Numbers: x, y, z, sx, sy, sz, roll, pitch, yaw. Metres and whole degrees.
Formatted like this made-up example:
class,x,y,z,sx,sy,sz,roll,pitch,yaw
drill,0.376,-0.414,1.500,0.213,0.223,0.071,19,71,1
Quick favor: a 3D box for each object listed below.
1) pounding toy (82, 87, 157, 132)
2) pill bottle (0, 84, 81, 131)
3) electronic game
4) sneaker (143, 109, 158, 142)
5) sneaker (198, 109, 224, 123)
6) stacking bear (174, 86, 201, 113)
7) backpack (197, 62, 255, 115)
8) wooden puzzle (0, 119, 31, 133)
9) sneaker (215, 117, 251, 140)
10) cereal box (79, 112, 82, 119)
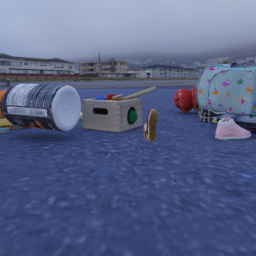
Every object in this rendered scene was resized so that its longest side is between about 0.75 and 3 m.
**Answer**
class,x,y,z,sx,sy,sz,roll,pitch,yaw
pounding toy,-0.276,-0.745,10.071,2.039,1.450,1.877,6,12,30
pill bottle,-2.763,-0.655,8.341,2.489,1.322,1.322,6,11,25
electronic game,4.275,-0.162,9.340,2.540,0.529,2.540,4,6,0
sneaker,0.528,-0.090,7.059,0.319,0.851,0.383,-7,21,-31
sneaker,3.499,-0.401,11.191,1.433,0.552,0.608,18,8,39
stacking bear,3.828,-1.474,14.213,2.968,1.688,1.802,-3,9,10
backpack,4.349,-1.608,12.118,2.731,2.401,2.094,12,18,34
wooden puzzle,-4.560,-0.157,10.330,1.671,0.198,2.818,-5,11,-28
sneaker,3.152,-0.009,8.295,1.209,0.632,0.455,-2,8,-19
cereal box,-2.175,-0.582,12.819,0.638,0.175,0.887,-8,13,-39
